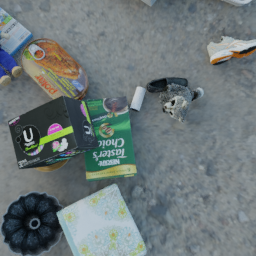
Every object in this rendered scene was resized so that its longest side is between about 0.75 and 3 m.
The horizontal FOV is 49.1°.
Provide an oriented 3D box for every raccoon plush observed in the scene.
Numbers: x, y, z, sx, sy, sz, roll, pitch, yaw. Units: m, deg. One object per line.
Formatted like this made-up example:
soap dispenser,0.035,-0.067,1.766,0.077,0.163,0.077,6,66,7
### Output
raccoon plush,1.966,-0.913,9.050,2.001,0.968,1.341,-24,35,-16

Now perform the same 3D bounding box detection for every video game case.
video game case,-4.865,-3.601,10.493,2.131,0.190,1.525,40,82,7

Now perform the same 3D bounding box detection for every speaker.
speaker,0.353,-1.014,9.901,0.344,0.344,0.848,17,80,3

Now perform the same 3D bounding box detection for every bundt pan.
bundt pan,-2.957,2.912,8.686,1.932,0.725,1.932,5,79,-28

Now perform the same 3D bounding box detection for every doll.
doll,-4.889,-2.775,9.903,1.771,0.629,2.596,-43,90,-13

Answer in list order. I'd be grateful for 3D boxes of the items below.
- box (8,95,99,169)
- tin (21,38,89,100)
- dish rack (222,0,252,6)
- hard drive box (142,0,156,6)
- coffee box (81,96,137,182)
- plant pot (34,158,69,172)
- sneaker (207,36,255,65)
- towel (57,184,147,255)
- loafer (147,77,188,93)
box,-2.262,0.189,8.598,2.154,1.339,1.600,-22,79,20
tin,-2.599,-1.993,10.013,1.545,0.578,2.759,-43,82,-12
dish rack,3.917,-6.131,10.769,2.491,0.632,2.902,25,80,4
hard drive box,0.475,-6.051,10.397,2.389,0.918,1.862,39,87,12
coffee box,-0.665,0.328,9.351,1.671,0.598,2.717,-5,73,-3
plant pot,-2.657,0.639,9.530,1.734,0.238,1.734,-2,75,7
sneaker,3.813,-3.000,10.125,1.953,0.739,0.898,-16,75,-4
towel,-0.786,3.229,8.579,2.056,0.578,2.402,-24,80,-13
loafer,1.405,-1.536,9.908,1.500,0.527,0.509,-7,79,-1
